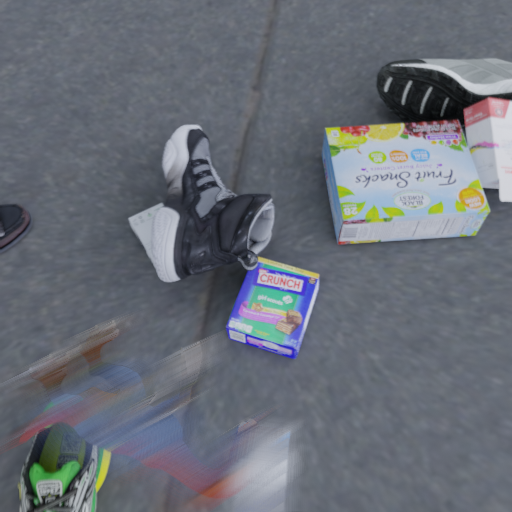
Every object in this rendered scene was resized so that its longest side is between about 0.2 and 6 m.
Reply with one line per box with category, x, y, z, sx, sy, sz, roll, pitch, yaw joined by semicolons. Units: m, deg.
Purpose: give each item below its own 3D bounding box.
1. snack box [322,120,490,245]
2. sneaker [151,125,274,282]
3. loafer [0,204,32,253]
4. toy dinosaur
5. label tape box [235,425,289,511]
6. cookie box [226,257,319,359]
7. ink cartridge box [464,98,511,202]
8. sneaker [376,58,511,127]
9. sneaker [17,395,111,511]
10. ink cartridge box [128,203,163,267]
snack box;2.350;-1.227;9.175;2.294;0.776;1.934;-4;60;-1
sneaker;-0.569;-0.875;8.611;1.712;1.135;3.008;0;51;3
loafer;-4.678;-0.285;8.683;2.267;0.714;0.815;-24;63;-13
toy dinosaur;-0.922;1.454;4.879;1.975;2.176;1.142;42;39;18
label tape box;0.006;1.705;3.626;0.303;0.690;0.957;8;35;1
cookie box;0.264;0.738;8.246;1.061;0.466;1.241;15;61;10
ink cartridge box;4.020;-1.639;9.175;0.973;0.564;1.671;0;82;-26
sneaker;3.704;-2.990;10.077;3.170;1.172;1.257;7;51;-3
sneaker;-2.390;3.046;6.511;1.136;1.240;2.911;-4;61;-2
ink cartridge box;-1.488;-0.226;8.924;0.626;0.247;1.259;-26;62;-15
